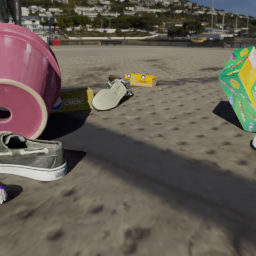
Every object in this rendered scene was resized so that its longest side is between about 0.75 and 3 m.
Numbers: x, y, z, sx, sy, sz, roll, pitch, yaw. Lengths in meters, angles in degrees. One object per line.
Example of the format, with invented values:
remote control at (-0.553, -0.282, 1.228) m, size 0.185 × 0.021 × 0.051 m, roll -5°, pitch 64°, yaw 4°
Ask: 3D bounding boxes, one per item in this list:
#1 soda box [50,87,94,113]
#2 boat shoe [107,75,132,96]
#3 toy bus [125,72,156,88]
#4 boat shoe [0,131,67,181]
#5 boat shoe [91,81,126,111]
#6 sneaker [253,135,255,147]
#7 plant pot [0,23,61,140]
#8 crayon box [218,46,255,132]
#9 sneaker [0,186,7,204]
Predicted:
soda box at (-2.263, -0.983, 9.848) m, size 2.052 × 0.695 × 0.657 m, roll -7°, pitch 21°, yaw -20°
boat shoe at (-0.436, -1.869, 12.385) m, size 0.787 × 0.741 × 2.190 m, roll -6°, pitch 21°, yaw -20°
toy bus at (0.625, -2.425, 14.112) m, size 1.574 × 0.616 × 0.512 m, roll 11°, pitch 24°, yaw 30°
boat shoe at (-2.331, 0.447, 5.640) m, size 2.380 × 0.758 × 0.841 m, roll 5°, pitch 20°, yaw 14°
boat shoe at (-0.776, -1.073, 10.430) m, size 0.716 × 0.760 × 2.117 m, roll -31°, pitch 8°, yaw 34°
sneaker at (4.063, 0.184, 6.018) m, size 2.469 × 1.012 × 0.913 m, roll 8°, pitch 19°, yaw 20°
plant pot at (-3.045, -0.919, 7.090) m, size 2.831 × 2.831 × 2.534 m, roll -6°, pitch 36°, yaw -17°
crayon box at (3.203, -0.972, 7.378) m, size 0.573 × 1.966 × 1.167 m, roll 0°, pitch 46°, yaw 50°
sneaker at (-2.533, 0.997, 4.602) m, size 1.174 × 0.408 × 0.584 m, roll -1°, pitch 18°, yaw -2°
